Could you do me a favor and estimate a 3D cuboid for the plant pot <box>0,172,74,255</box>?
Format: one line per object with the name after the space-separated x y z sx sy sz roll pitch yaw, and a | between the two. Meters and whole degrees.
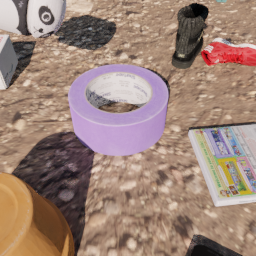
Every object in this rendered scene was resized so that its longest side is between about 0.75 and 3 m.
-2.341 1.992 4.893 2.596 1.817 2.596 1 46 -1 | plant pot

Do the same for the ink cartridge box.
-5.498 -2.281 9.726 2.711 1.139 1.978 -4 45 -4 | ink cartridge box

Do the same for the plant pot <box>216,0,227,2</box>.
5.105 -7.294 15.157 0.728 0.728 1.030 7 53 7 | plant pot

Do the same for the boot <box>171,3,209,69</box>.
2.412 -3.739 10.550 1.039 2.065 2.762 12 46 12 | boot

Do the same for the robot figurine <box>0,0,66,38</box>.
-2.919 -3.238 6.966 2.704 1.687 2.031 13 20 -11 | robot figurine

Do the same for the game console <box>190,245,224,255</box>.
1.400 3.114 4.902 1.144 0.234 1.940 21 49 20 | game console

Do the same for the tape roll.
-0.260 -0.607 8.024 2.745 1.166 2.745 0 45 0 | tape roll

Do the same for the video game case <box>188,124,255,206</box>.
2.878 0.838 7.203 2.105 0.255 2.312 -5 45 -5 | video game case

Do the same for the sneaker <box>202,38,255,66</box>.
3.764 -2.545 10.369 1.320 0.895 2.285 -39 43 -22 | sneaker
